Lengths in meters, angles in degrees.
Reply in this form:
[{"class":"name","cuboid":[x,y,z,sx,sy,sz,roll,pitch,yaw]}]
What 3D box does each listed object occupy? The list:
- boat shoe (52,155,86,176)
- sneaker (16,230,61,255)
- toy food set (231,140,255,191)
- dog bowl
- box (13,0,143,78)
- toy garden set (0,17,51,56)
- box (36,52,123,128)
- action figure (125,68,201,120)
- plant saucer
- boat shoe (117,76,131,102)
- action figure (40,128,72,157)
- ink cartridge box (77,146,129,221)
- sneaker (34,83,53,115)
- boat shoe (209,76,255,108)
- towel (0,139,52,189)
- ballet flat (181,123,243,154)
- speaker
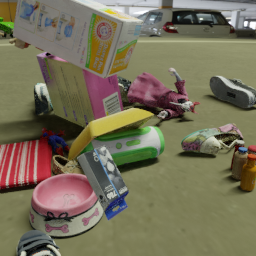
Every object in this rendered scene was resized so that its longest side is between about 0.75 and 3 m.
[{"class":"boat shoe","cuboid":[-1.303,0.949,6.364,1.222,0.397,0.441,18,29,38]},{"class":"sneaker","cuboid":[-1.248,1.829,3.969,0.597,0.604,1.521,-13,24,-26]},{"class":"toy food set","cuboid":[2.925,0.682,6.516,1.726,0.777,0.824,-19,29,-39]},{"class":"dog bowl","cuboid":[-1.147,1.354,5.224,1.395,0.514,1.395,-1,22,0]},{"class":"box","cuboid":[-1.211,-2.479,6.998,2.702,1.369,1.520,27,26,12]},{"class":"toy garden set","cuboid":[-3.268,-2.603,8.105,2.385,0.476,1.988,23,18,-10]},{"class":"box","cuboid":[-1.572,-1.381,9.331,2.584,2.273,1.249,20,42,41]},{"class":"action figure","cuboid":[1.358,-0.997,10.496,2.849,1.908,2.122,27,-11,26]},{"class":"plant saucer","cuboid":[-0.529,0.125,6.819,1.809,0.438,1.809,-21,-12,-37]},{"class":"boat shoe","cuboid":[-0.458,-1.654,11.003,0.964,0.855,2.578,-36,-20,32]},{"class":"action figure","cuboid":[-2.085,0.317,7.950,0.564,0.445,1.723,-18,26,-33]},{"class":"ink cartridge box","cuboid":[-0.248,0.619,3.259,0.157,0.799,0.397,-32,-8,36]},{"class":"sneaker","cuboid":[-3.051,-1.267,11.012,1.160,1.043,2.687,-2,22,-14]},{"class":"boat shoe","cuboid":[4.558,-1.636,11.928,0.889,0.961,2.602,-13,26,-20]},{"class":"towel","cuboid":[-3.114,0.927,6.583,2.602,0.293,1.882,-8,25,-14]},{"class":"ballet flat","cuboid":[2.406,0.354,7.635,2.001,0.692,0.712,-12,45,-28]},{"class":"speaker","cuboid":[-0.128,0.488,6.908,1.983,0.877,0.877,-10,24,-22]}]
